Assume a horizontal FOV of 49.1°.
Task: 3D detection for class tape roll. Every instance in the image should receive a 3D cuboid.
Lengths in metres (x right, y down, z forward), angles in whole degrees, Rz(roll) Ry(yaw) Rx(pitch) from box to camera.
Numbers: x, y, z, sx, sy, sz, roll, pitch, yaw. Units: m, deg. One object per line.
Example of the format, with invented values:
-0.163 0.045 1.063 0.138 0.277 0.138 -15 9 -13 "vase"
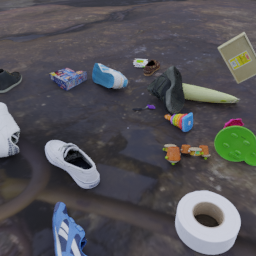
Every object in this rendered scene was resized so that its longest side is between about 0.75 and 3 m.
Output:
2.093 2.460 7.458 1.638 0.573 1.638 -1 36 0 "tape roll"

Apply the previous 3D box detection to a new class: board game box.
-3.015 -2.642 14.665 1.552 0.479 1.553 -28 44 -35 "board game box"

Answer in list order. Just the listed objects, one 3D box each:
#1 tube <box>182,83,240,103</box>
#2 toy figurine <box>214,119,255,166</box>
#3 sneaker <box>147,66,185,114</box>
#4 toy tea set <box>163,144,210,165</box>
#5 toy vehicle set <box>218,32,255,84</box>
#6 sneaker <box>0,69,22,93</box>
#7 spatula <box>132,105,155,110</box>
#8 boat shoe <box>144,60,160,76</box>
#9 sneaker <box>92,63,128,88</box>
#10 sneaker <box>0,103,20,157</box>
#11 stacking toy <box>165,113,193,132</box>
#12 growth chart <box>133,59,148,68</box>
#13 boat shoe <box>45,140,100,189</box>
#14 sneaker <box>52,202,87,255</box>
3.601 -1.495 12.862 2.843 0.738 0.825 12 43 16 "tube"
4.077 0.338 10.112 1.806 1.356 1.663 31 32 5 "toy figurine"
1.641 -1.459 12.456 1.548 1.033 2.702 -32 39 34 "sneaker"
2.040 0.945 9.758 1.662 0.615 0.988 2 6 8 "toy tea set"
3.692 -2.256 9.162 0.903 1.453 0.193 -27 25 28 "toy vehicle set"
-6.047 -2.661 14.213 0.725 1.030 1.939 5 36 7 "sneaker"
0.699 -0.889 12.530 1.102 0.113 0.311 -11 37 -15 "spatula"
1.391 -3.532 15.812 0.611 0.611 1.737 13 36 19 "boat shoe"
-1.020 -2.623 14.390 1.025 0.971 2.538 0 28 -37 "sneaker"
-4.675 0.046 10.585 1.146 1.088 2.847 -3 43 -17 "sneaker"
1.994 -0.333 11.422 1.222 0.671 0.709 18 34 41 "stacking toy"
0.761 -3.864 16.698 0.941 0.115 1.300 1 35 3 "growth chart"
-1.887 0.930 9.329 2.667 0.872 0.981 28 44 33 "boat shoe"
-1.467 2.704 7.049 0.787 0.708 1.914 -10 45 -14 "sneaker"
